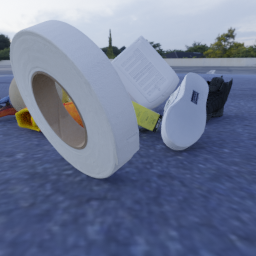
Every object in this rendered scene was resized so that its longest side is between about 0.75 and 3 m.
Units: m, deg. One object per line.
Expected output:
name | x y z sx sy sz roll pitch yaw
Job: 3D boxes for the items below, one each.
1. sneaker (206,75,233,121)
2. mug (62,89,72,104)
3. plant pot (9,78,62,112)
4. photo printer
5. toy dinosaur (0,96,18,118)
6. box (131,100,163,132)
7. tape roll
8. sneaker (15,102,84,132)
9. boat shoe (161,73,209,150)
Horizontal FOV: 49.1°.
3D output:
sneaker | 2.921 -1.132 9.864 0.850 1.476 2.830 17 17 36
mug | -2.793 -2.013 12.097 2.362 1.939 1.892 19 15 -2
plant pot | -2.927 -1.088 9.277 1.756 1.756 1.179 -7 16 -29
photo printer | 0.626 -2.042 11.113 2.104 2.529 0.878 -44 3 -4
toy dinosaur | -3.710 -0.660 10.266 2.281 2.514 1.320 16 -33 -8
box | -0.176 -0.582 7.776 2.246 0.563 0.845 23 2 -24
tape roll | -0.935 -0.354 4.508 0.482 2.636 2.636 -36 32 -32
sneaker | -1.990 -0.194 7.734 2.678 0.978 1.033 -2 19 32
boat shoe | 1.340 -0.369 7.171 1.005 0.918 2.794 29 46 -8
